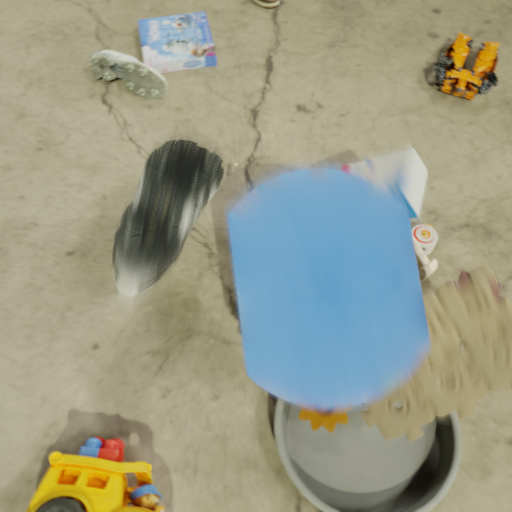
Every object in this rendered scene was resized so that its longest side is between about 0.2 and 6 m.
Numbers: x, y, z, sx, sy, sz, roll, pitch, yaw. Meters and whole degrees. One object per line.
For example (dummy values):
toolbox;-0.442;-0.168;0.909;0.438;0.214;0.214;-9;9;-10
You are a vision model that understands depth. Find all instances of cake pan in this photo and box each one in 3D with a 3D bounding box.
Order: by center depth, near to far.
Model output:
cake pan;1.681;2.698;8.699;2.820;0.517;2.820;0;58;0

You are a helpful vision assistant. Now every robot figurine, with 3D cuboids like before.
robot figurine;5.013;-4.442;13.241;1.487;0.597;2.050;21;59;13

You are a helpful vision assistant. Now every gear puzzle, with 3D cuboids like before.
gear puzzle;2.157;1.652;8.103;3.439;0.450;1.781;-29;86;11

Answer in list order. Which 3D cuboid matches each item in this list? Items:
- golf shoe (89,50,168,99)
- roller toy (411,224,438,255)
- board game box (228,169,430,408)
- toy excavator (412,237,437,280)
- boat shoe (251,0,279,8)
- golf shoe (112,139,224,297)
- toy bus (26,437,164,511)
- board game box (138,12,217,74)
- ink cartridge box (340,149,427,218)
golf shoe;-2.861;-4.382;13.149;2.010;0.787;0.977;25;42;6
roller toy;3.172;-0.311;10.696;0.592;0.414;0.540;-15;59;-10
board game box;0.942;0.415;7.681;2.511;0.619;3.178;-6;81;-9
toy excavator;2.397;-0.521;10.426;0.931;1.812;1.863;-36;35;-21
boat shoe;0.005;-7.359;15.074;0.654;0.655;1.770;-30;62;-18
golf shoe;-1.501;-0.673;8.898;1.190;1.447;3.062;30;47;-4
toy bus;-2.047;3.468;7.858;2.063;1.400;1.981;7;42;2
board game box;-1.972;-5.298;13.907;1.739;0.379;1.747;-11;59;-6
ink cartridge box;1.886;-1.067;9.396;1.728;0.581;1.004;-9;50;41
